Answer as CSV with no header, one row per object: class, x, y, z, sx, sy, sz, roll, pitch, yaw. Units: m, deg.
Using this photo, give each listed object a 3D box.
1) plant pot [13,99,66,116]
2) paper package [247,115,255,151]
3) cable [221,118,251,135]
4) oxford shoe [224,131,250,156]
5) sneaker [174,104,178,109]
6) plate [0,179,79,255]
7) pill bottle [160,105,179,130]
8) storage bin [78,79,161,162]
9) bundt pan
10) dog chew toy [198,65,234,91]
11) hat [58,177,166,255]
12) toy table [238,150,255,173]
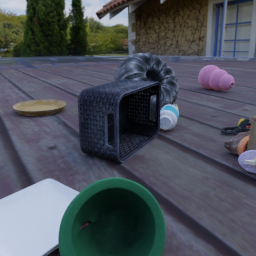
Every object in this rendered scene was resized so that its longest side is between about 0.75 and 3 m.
plant pot,-3.868,-0.896,12.385,2.242,0.308,2.242,0,17,0
paper package,3.855,0.253,7.276,1.353,1.290,0.700,-10,21,-29
cable,3.915,0.057,9.733,1.557,0.392,0.756,-25,46,-28
oxford shoe,3.701,0.270,8.175,2.113,0.753,0.770,-12,17,-32
sneaker,1.808,-0.648,11.377,0.450,0.456,1.194,5,19,10
plate,-1.559,1.580,4.839,1.832,0.296,1.828,14,24,37
pill bottle,1.421,-0.362,10.073,0.724,0.724,1.306,5,19,14
storage bin,-0.128,-0.354,8.244,1.275,1.839,2.720,9,20,27
bundt pan,0.905,-1.865,11.267,2.824,2.824,1.060,-14,-16,-36
dog chew toy,5.413,-2.938,16.993,1.478,1.478,2.373,-10,28,-29
hat,-0.277,1.679,4.578,1.467,1.559,1.772,44,62,9
toy table,3.087,0.827,6.555,0.868,0.798,0.509,-5,0,11
